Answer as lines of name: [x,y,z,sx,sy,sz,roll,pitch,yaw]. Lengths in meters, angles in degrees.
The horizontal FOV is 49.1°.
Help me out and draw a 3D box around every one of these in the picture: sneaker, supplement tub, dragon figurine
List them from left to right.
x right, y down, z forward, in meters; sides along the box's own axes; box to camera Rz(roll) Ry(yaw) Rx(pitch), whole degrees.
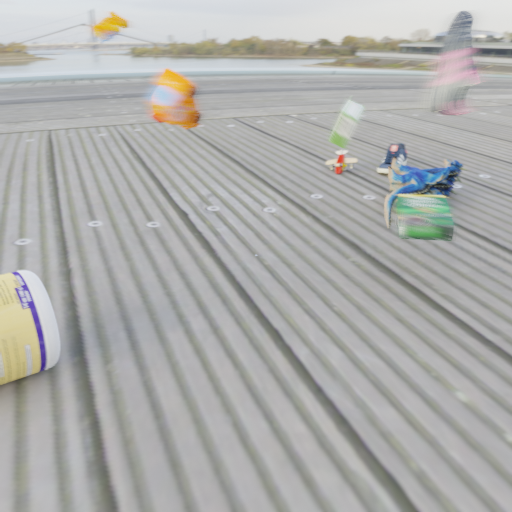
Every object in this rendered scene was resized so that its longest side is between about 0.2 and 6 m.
supplement tub: [-3.786,1.086,7.365,1.995,1.451,1.451,-16,29,-34]
sneaker: [4.292,-3.107,17.640,0.703,0.792,1.875,11,27,22]
dragon figurine: [4.272,-1.730,14.120,1.895,1.122,3.812,8,24,18]
sneaker: [3.368,-3.093,9.117,0.663,1.616,0.567,24,36,31]

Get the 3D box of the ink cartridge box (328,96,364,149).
ink cartridge box: [2.353,-3.463,14.396,0.473,0.827,1.594,25,35,4]

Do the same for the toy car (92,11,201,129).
toy car: [-2.596,-4.025,12.833,2.990,1.467,0.995,42,68,7]

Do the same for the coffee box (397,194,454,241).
coffee box: [3.056,-0.730,10.243,0.911,0.326,1.482,3,27,12]

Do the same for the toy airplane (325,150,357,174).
toy airplane: [2.661,-2.909,17.485,0.795,0.563,0.798,-36,44,-1]
